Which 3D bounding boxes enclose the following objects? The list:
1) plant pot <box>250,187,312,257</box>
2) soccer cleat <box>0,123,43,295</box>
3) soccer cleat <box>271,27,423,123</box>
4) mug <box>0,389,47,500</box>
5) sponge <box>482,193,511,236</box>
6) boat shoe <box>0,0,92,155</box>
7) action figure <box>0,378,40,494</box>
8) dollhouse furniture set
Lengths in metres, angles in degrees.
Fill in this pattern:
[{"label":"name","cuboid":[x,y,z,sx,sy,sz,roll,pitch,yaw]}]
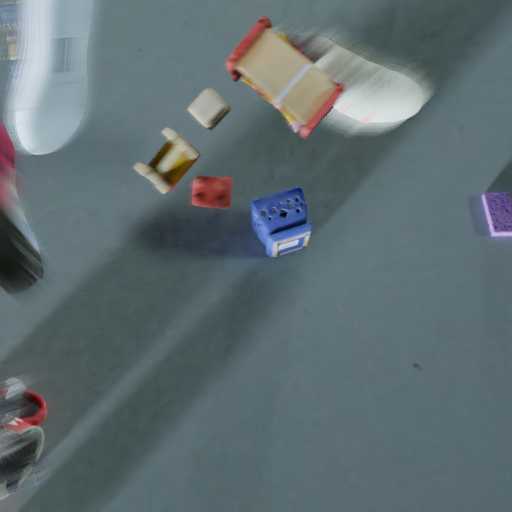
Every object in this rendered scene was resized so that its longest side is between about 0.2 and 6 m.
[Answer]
[{"label":"plant pot","cuboid":[0.438,-0.511,9.257,0.887,0.887,0.798,-17,71,-9]},{"label":"soccer cleat","cuboid":[-3.149,-0.653,6.328,0.863,2.470,1.066,-28,45,-32]},{"label":"soccer cleat","cuboid":[1.308,-2.750,8.591,2.632,1.021,0.912,17,74,4]},{"label":"mug","cuboid":[-3.869,2.482,7.861,1.599,1.419,1.067,22,102,15]},{"label":"sponge","cuboid":[4.255,-0.727,9.761,0.453,0.121,0.812,-2,64,0]},{"label":"boat shoe","cuboid":[-2.778,-2.606,7.196,0.884,2.500,1.135,-20,56,-44]},{"label":"action figure","cuboid":[-2.666,1.747,5.565,0.826,1.618,0.962,-43,38,6]},{"label":"dollhouse furniture set","cuboid":[-0.183,-1.665,7.473,1.392,1.052,2.587,42,98,-3]}]
